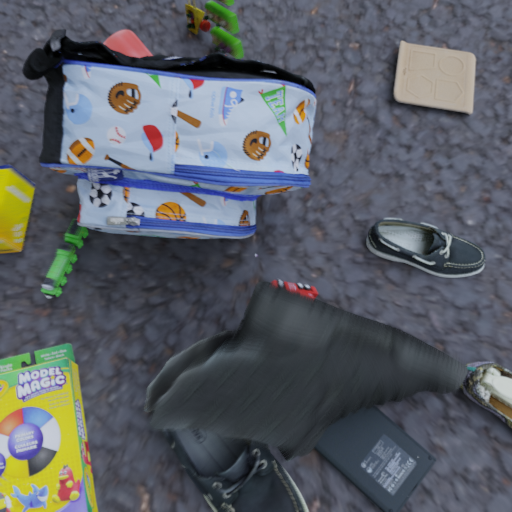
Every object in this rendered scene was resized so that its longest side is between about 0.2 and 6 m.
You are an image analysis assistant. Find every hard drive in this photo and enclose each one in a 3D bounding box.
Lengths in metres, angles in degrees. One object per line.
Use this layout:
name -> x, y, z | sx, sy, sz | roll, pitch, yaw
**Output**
hard drive -> 1.659, 2.806, 8.053 | 1.506, 0.248, 1.051 | 40, 73, 15

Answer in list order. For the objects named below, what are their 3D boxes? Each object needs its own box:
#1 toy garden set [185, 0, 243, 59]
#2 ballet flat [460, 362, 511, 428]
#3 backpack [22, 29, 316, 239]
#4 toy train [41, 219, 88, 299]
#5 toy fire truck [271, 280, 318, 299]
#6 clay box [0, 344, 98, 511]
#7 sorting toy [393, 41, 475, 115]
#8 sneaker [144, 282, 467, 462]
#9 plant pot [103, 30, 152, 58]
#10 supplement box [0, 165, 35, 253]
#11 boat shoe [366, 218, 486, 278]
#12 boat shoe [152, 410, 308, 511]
toy garden set -> -0.978, -4.666, 10.200 | 0.379, 1.898, 1.582 | -34, 54, -16
ballet flat -> 3.975, 2.245, 8.024 | 2.189, 0.787, 0.787 | 32, 71, 12
backpack -> -0.908, -1.628, 8.121 | 3.549, 3.726, 2.870 | -1, 104, 5
toy train -> -3.078, 0.022, 9.014 | 0.293, 0.396, 1.405 | 15, 61, 1
toy fire truck -> 0.754, 0.781, 8.599 | 1.119, 0.273, 0.789 | 11, 36, -29
clay box -> -3.208, 2.543, 7.968 | 1.452, 0.601, 2.527 | -14, 69, -6
sorting toy -> 3.381, -3.358, 10.624 | 1.521, 0.277, 1.408 | 12, 68, 0
sneaker -> 0.792, 1.737, 7.495 | 4.100, 1.231, 2.138 | 22, 93, -22
plant pot -> -2.248, -3.329, 10.206 | 0.998, 1.128, 1.128 | 41, 73, 4
supplement box -> -4.235, -0.748, 9.193 | 0.695, 0.700, 1.278 | -4, 66, 16
boat shoe -> 2.795, -0.141, 9.087 | 1.961, 0.591, 0.741 | 8, 68, 3
boat shoe -> -0.409, 2.761, 7.664 | 1.124, 0.998, 3.008 | -35, 72, -13
